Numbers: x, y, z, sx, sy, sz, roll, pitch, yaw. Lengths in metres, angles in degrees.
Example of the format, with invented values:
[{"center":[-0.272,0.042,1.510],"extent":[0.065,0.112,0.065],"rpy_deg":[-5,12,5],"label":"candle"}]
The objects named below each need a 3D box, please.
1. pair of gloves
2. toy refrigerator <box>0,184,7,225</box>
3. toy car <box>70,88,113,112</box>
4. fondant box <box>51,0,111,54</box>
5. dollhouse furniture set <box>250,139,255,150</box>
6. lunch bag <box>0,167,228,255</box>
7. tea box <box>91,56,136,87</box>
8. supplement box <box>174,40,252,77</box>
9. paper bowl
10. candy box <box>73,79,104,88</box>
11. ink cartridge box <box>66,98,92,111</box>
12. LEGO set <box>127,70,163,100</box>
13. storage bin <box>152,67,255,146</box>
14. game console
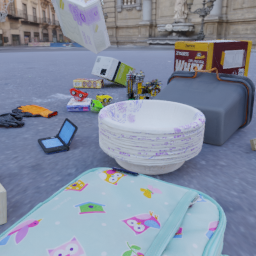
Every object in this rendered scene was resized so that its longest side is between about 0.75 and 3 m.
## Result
[{"center":[-4.147,-0.500,10.693],"extent":[2.076,0.288,2.330],"rpy_deg":[11,23,29],"label":"pair of gloves"},{"center":[-3.024,1.167,5.288],"extent":[0.775,0.715,2.043],"rpy_deg":[-8,20,-41],"label":"toy refrigerator"},{"center":[-1.451,-1.067,11.834],"extent":[1.953,0.435,1.838],"rpy_deg":[8,23,-23],"label":"toy car"},{"center":[-1.666,-3.750,9.636],"extent":[0.669,1.657,2.297],"rpy_deg":[-37,50,-21],"label":"fondant box"},{"center":[3.813,0.380,7.608],"extent":[0.508,0.670,0.765],"rpy_deg":[-10,-5,-22],"label":"dollhouse furniture set"},{"center":[-0.090,1.571,3.409],"extent":[2.380,1.144,2.968],"rpy_deg":[9,21,25],"label":"lunch bag"},{"center":[-0.873,-3.366,16.676],"extent":[1.779,1.208,1.809],"rpy_deg":[18,5,-38],"label":"tea box"},{"center":[3.647,-2.413,12.368],"extent":[2.803,2.765,1.861],"rpy_deg":[-12,23,-31],"label":"supplement box"},{"center":[0.561,0.213,7.001],"extent":[2.570,1.337,2.570],"rpy_deg":[0,19,0],"label":"paper bowl"},{"center":[-2.315,-2.642,16.550],"extent":[1.634,0.461,0.953],"rpy_deg":[1,16,6],"label":"candy box"},{"center":[-2.071,-0.982,12.017],"extent":[0.936,0.329,1.568],"rpy_deg":[-1,16,-3],"label":"ink cartridge box"},{"center":[1.073,-2.038,13.317],"extent":[1.922,1.448,2.500],"rpy_deg":[-13,23,-34],"label":"LEGO set"},{"center":[2.250,-0.721,8.988],"extent":[2.972,2.163,1.996],"rpy_deg":[13,33,32],"label":"storage bin"},{"center":[-2.054,0.198,8.102],"extent":[0.955,0.662,1.119],"rpy_deg":[-9,20,-27],"label":"game console"}]
